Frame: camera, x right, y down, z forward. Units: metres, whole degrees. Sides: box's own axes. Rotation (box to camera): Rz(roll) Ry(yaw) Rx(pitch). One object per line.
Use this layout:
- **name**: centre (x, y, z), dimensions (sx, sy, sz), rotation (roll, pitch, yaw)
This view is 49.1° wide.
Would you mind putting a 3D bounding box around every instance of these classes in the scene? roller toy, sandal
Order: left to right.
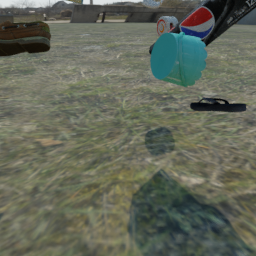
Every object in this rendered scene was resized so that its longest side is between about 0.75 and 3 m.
- **roller toy**: centre (1.615, -4.032, 11.260), dimensions (0.644, 0.840, 0.921), rotation (-13, 71, -26)
- **sandal**: centre (2.087, -0.572, 6.540), dimensions (0.558, 0.314, 1.467), rotation (-13, 12, -34)

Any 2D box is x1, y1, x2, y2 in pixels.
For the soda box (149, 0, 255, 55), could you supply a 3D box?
- **soda box**: centre (2.001, -2.808, 7.842), dimensions (2.956, 0.936, 1.046), rotation (-38, 15, 19)

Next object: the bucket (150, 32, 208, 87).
- **bucket**: centre (0.744, -1.048, 4.258), dimensions (0.531, 0.816, 0.816), rotation (3, 21, -28)

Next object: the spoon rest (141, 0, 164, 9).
- **spoon rest**: centre (0.855, -3.457, 7.157), dimensions (0.448, 0.735, 1.478), rotation (32, -10, -18)

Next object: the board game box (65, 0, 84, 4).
- **board game box**: centre (-1.894, -4.543, 8.755), dimensions (1.027, 0.261, 1.528), rotation (9, -12, -8)

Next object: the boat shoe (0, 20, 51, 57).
- **boat shoe**: centre (-2.952, -2.270, 7.010), dimensions (2.037, 0.692, 0.733), rotation (-2, -12, -6)
